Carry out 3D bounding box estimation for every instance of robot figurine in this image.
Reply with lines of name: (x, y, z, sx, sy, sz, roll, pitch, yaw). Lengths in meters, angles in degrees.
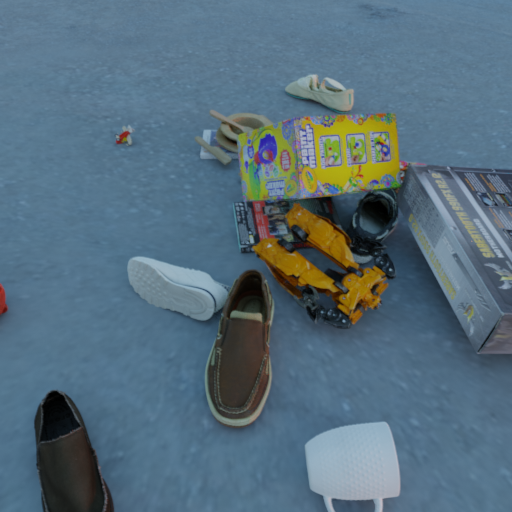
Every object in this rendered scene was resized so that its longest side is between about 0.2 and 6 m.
robot figurine: (1.264, 0.194, 10.177, 1.860, 0.747, 2.565, -46, 60, -7)

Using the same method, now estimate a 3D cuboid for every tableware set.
tableware set: (0.351, -2.777, 14.041, 2.335, 0.708, 3.532, -27, 51, -29)

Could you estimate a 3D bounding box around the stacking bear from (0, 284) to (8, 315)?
stacking bear: (-5.456, 0.777, 9.661, 2.106, 1.279, 1.198, 1, 38, -11)

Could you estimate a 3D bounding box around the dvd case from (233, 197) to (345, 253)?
dvd case: (0.686, -0.702, 12.097, 2.254, 0.248, 1.645, -5, 39, -5)

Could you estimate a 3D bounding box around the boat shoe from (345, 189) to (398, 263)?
boat shoe: (2.542, -0.863, 11.698, 0.992, 0.792, 2.624, 25, 43, 5)

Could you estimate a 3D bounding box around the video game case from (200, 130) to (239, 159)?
video game case: (-0.683, -2.998, 14.966, 1.528, 0.176, 1.393, 0, 39, -1)

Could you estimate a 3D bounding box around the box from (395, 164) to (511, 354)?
box: (4.771, -0.096, 10.207, 3.218, 0.982, 4.063, 0, 42, -12)

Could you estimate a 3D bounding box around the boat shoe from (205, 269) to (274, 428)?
boat shoe: (-0.255, 1.309, 8.978, 1.047, 1.049, 2.836, 2, 39, 3)

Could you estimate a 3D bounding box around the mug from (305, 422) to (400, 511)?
mug: (1.238, 2.866, 7.300, 1.106, 0.931, 1.261, -6, 70, 2)

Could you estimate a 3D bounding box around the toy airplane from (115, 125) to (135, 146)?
toy airplane: (-3.478, -3.232, 15.084, 0.553, 0.392, 0.556, 9, 72, 30)

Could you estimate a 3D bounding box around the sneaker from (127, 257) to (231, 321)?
sneaker: (-1.452, 0.516, 10.326, 2.044, 0.781, 0.823, 24, 35, 20)

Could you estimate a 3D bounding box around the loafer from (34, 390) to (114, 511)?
loafer: (-2.556, 2.728, 7.409, 0.850, 0.830, 2.328, -20, 43, -22)

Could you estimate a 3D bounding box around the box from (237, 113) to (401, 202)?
box: (1.221, -1.959, 11.520, 2.370, 1.501, 2.461, -10, 8, -26)

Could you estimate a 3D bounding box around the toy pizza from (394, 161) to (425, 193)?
toy pizza: (3.587, -1.841, 13.427, 2.007, 0.318, 2.007, 0, 39, 0)

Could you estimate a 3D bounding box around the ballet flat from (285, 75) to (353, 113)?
ballet flat: (1.919, -5.080, 17.023, 2.467, 0.857, 0.857, 29, 47, 31)
